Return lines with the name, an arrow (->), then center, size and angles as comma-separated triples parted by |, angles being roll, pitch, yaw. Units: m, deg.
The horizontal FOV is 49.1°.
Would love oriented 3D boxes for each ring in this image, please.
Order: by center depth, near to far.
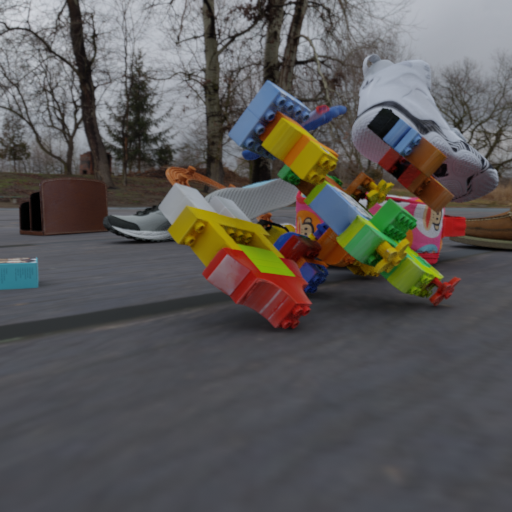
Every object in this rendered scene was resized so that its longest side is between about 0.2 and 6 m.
ring -> -0.710, -1.324, 13.165 | 3.042, 0.292, 3.042 | 30, 15, -9

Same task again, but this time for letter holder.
letter holder -> -5.127, -1.343, 15.008 | 1.053, 1.488, 2.094 | 4, 8, 35

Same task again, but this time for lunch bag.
lunch bag -> 1.942, -0.492, 8.653 | 2.421, 1.126, 2.749 | 5, 7, 17

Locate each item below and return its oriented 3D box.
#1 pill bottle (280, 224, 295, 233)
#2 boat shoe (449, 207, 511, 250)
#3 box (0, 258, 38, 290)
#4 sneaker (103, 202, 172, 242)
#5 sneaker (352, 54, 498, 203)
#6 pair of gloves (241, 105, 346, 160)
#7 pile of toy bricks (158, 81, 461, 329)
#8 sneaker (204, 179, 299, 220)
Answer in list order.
pill bottle -> 0.546, -0.394, 10.989 | 0.472, 0.472, 0.850 | 3, 6, 27
boat shoe -> 5.240, -0.655, 10.203 | 3.376, 1.148, 1.215 | 5, 8, 40
box -> -3.073, 0.211, 6.200 | 1.232, 0.303, 0.507 | -2, 7, -21
sneaker -> -2.008, -0.880, 12.501 | 2.854, 1.132, 1.055 | -5, 10, -31
sneaker -> 2.610, -1.944, 8.493 | 2.817, 1.619, 1.058 | 20, -31, -29
pair of gloves -> 0.718, -2.293, 10.416 | 1.793, 0.254, 2.231 | -26, 5, 28
pile of toy bricks -> 1.080, -0.204, 5.313 | 1.788, 2.009, 3.622 | 49, 20, 27
sneaker -> -0.114, -1.013, 10.763 | 1.964, 0.726, 0.805 | -11, 2, -3
